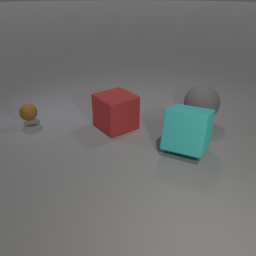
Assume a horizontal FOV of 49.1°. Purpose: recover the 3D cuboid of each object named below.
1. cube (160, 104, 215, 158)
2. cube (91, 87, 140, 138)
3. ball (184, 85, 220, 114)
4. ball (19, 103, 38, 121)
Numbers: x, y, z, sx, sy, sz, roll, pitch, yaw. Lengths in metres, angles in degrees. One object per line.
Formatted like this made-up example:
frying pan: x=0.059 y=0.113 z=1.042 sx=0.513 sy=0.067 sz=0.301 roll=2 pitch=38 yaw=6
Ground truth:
cube: x=2.029 y=0.043 z=9.481 sx=1.400 sy=1.400 sz=1.400 roll=12 pitch=16 yaw=24
cube: x=-0.487 y=-0.666 z=11.148 sx=1.400 sy=1.400 sz=1.400 roll=-19 pitch=33 yaw=-32
ball: x=2.935 y=-1.011 z=11.135 sx=1.400 sy=1.400 sz=1.400 roll=0 pitch=28 yaw=0
ball: x=-3.997 y=-0.635 z=11.246 sx=0.700 sy=0.700 sz=0.700 roll=0 pitch=28 yaw=0
